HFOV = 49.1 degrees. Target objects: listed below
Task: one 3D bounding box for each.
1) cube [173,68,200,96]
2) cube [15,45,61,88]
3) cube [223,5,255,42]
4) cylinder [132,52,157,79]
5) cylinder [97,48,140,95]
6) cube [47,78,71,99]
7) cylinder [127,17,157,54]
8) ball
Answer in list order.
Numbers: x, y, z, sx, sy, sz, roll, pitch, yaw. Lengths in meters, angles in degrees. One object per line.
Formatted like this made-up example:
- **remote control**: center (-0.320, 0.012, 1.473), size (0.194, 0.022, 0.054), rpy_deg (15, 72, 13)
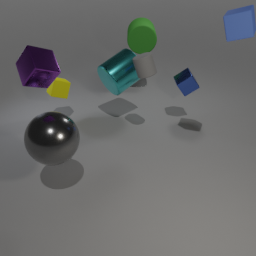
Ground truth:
- **cube**: center (2.360, -1.856, 11.320), size (0.700, 0.700, 0.700), rpy_deg (-31, 35, 19)
- **cube**: center (-2.191, -1.466, 6.817), size (0.700, 0.700, 0.700), rpy_deg (-2, 62, -48)
- **cube**: center (3.069, -2.865, 7.668), size (0.700, 0.700, 0.700), rpy_deg (-2, 31, 31)
- **cylinder**: center (0.581, -2.149, 9.610), size (0.700, 0.700, 0.700), rpy_deg (-17, 24, 8)
- **cylinder**: center (-0.296, -2.279, 11.423), size (1.400, 1.400, 1.400), rpy_deg (-39, 43, -16)
- **cube**: center (-2.861, -1.663, 11.525), size (0.700, 0.700, 0.700), rpy_deg (6, 18, -34)
- **cylinder**: center (0.667, -4.521, 13.710), size (1.400, 1.400, 1.400), rpy_deg (0, 35, 0)
- **ball**: center (-1.961, 0.270, 7.282), size (1.400, 1.400, 1.400), rpy_deg (0, 30, 0)
